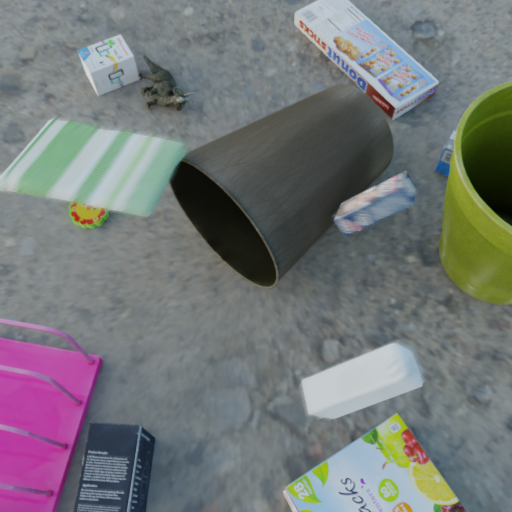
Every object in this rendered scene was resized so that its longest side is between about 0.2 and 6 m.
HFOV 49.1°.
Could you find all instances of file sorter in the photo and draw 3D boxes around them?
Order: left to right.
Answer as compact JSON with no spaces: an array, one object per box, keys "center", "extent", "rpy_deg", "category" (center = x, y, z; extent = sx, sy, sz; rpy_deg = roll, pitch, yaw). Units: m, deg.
[{"center":[-3.891,2.506,8.148],"extent":[2.073,1.871,2.984],"rpy_deg":[9,64,5],"category":"file sorter"}]

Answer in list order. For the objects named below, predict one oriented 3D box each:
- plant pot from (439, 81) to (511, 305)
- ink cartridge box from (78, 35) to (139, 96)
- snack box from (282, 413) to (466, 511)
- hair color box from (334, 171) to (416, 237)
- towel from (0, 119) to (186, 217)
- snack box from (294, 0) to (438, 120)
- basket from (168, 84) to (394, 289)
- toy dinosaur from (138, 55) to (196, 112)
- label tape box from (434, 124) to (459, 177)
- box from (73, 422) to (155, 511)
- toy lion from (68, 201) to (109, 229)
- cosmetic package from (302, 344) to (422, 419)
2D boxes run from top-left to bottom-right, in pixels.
[{"center":[4.332,-0.647,9.051],"extent":[3.085,2.971,3.085],"rpy_deg":[0,62,1],"category":"plant pot"},{"center":[-3.137,-4.074,11.980],"extent":[0.988,0.721,0.725],"rpy_deg":[-27,68,-12],"category":"ink cartridge box"},{"center":[1.883,3.912,8.037],"extent":[2.069,0.830,2.454],"rpy_deg":[-28,66,-14],"category":"snack box"},{"center":[1.830,-0.796,8.627],"extent":[0.360,1.191,0.596],"rpy_deg":[53,34,-15],"category":"hair color box"},{"center":[-2.405,-1.346,8.381],"extent":[2.315,0.271,1.766],"rpy_deg":[11,46,7],"category":"towel"},{"center":[2.364,-4.502,12.357],"extent":[1.239,0.419,3.447],"rpy_deg":[-33,68,-15],"category":"snack box"},{"center":[0.630,-1.432,9.915],"extent":[3.338,2.270,3.010],"rpy_deg":[-35,54,-20],"category":"basket"},{"center":[-1.987,-3.577,11.902],"extent":[0.871,0.656,1.704],"rpy_deg":[-15,57,-22],"category":"toy dinosaur"},{"center":[3.954,-2.195,11.064],"extent":[0.326,0.743,1.031],"rpy_deg":[28,67,15],"category":"label tape box"},{"center":[-2.011,3.169,8.157],"extent":[0.786,1.268,1.246],"rpy_deg":[5,64,2],"category":"box"},{"center":[-3.237,-1.056,10.774],"extent":[1.047,0.360,1.004],"rpy_deg":[31,76,14],"category":"toy lion"},{"center":[1.332,1.615,7.118],"extent":[1.350,0.686,0.500],"rpy_deg":[-26,58,24],"category":"cosmetic package"}]
